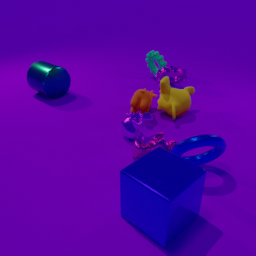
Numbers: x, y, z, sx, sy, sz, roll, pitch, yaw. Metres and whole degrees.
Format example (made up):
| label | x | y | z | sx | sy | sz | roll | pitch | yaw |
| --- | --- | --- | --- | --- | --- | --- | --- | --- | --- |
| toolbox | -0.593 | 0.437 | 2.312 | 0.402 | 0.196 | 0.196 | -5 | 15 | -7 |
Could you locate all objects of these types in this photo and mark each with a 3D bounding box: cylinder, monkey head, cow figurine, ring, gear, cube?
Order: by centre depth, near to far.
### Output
| label | x | y | z | sx | sy | sz | roll | pitch | yaw |
| --- | --- | --- | --- | --- | --- | --- | --- | --- | --- |
| cube | 0.586 | 1.150 | 4.903 | 1.053 | 1.053 | 1.053 | 26 | 39 | 38 |
| ring | 1.483 | 0.504 | 5.989 | 1.228 | 1.228 | 0.246 | -5 | 59 | -8 |
| cow figurine | 0.595 | 0.513 | 6.579 | 0.944 | 0.929 | 0.518 | 32 | 28 | -25 |
| monkey head | 0.232 | -0.076 | 7.443 | 0.831 | 0.696 | 1.155 | -10 | 37 | -24 |
| monkey head | 1.423 | -0.949 | 8.485 | 0.971 | 1.159 | 1.611 | 15 | 44 | 29 |
| cow figurine | 0.470 | -0.884 | 8.559 | 0.667 | 1.215 | 1.195 | 17 | 65 | 10 |
| cylinder | -2.790 | -1.712 | 9.871 | 1.118 | 1.118 | 1.118 | 25 | 38 | 37 |
| gear | 1.627 | -1.942 | 10.432 | 1.149 | 1.149 | 0.212 | 3 | 74 | 1 |
| gear | 1.153 | -2.540 | 11.250 | 0.208 | 1.124 | 1.124 | -34 | 40 | -18 |
